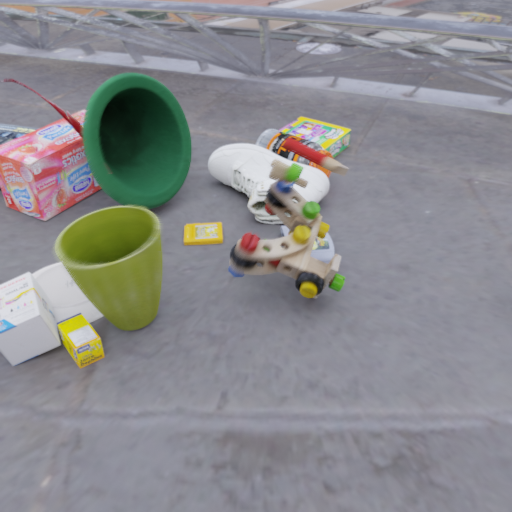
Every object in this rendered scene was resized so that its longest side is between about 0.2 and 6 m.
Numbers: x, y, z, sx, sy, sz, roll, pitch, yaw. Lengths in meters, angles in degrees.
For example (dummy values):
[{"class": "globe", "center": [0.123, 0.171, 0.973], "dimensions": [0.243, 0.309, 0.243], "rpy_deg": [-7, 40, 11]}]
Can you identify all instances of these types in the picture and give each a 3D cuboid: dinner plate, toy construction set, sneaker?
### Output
[{"class": "dinner plate", "center": [-3.047, 0.527, 9.154], "dimensions": [1.807, 0.219, 1.807], "rpy_deg": [1, 35, -1]}, {"class": "toy construction set", "center": [0.797, -0.425, 8.769], "dimensions": [1.765, 2.297, 1.916], "rpy_deg": [26, 28, 4]}, {"class": "sneaker", "center": [-0.024, -1.463, 11.281], "dimensions": [2.677, 0.986, 1.547], "rpy_deg": [16, 35, 19]}]

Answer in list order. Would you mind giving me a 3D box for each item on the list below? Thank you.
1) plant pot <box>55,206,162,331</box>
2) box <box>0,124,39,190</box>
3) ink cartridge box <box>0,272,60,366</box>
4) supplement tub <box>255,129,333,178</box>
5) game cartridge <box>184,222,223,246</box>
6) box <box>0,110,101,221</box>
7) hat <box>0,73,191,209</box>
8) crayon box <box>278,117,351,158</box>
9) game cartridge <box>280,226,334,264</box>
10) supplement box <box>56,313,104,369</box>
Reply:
[{"class": "plant pot", "center": [-1.976, 0.300, 8.229], "dimensions": [1.446, 1.546, 1.446], "rpy_deg": [-5, 38, 4]}, {"class": "box", "center": [-6.059, -2.350, 12.808], "dimensions": [2.563, 0.654, 2.021], "rpy_deg": [10, 37, 15]}, {"class": "ink cartridge box", "center": [-3.354, 0.890, 8.024], "dimensions": [0.723, 0.711, 0.983], "rpy_deg": [-25, 44, -11]}, {"class": "supplement tub", "center": [0.808, -2.110, 12.199], "dimensions": [1.597, 0.978, 0.978], "rpy_deg": [25, 42, 31]}, {"class": "game cartridge", "center": [-0.997, -0.422, 10.556], "dimensions": [0.721, 0.117, 0.636], "rpy_deg": [-2, 35, -5]}, {"class": "box", "center": [-3.978, -1.960, 11.715], "dimensions": [1.211, 1.313, 2.558], "rpy_deg": [19, 41, 26]}, {"class": "hat", "center": [-3.055, -2.413, 11.356], "dimensions": [2.548, 2.895, 2.398], "rpy_deg": [7, 25, 43]}, {"class": "crayon box", "center": [1.275, -2.742, 13.515], "dimensions": [1.433, 0.484, 1.660], "rpy_deg": [23, 41, 26]}, {"class": "game cartridge", "center": [0.951, -0.187, 10.135], "dimensions": [0.845, 0.259, 1.269], "rpy_deg": [-1, 35, -9]}, {"class": "supplement box", "center": [-2.516, 1.206, 8.020], "dimensions": [0.382, 0.384, 0.702], "rpy_deg": [-24, 41, -29]}]
